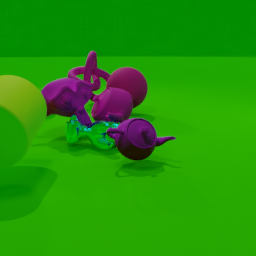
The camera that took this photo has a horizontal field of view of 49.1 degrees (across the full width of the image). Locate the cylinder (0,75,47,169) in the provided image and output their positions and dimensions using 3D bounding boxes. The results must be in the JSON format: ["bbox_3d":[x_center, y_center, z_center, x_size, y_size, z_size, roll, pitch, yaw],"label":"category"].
[{"bbox_3d":[-1.997,-0.128,4.445,1.145,1.145,1.145,0,28,-1],"label":"cylinder"}]

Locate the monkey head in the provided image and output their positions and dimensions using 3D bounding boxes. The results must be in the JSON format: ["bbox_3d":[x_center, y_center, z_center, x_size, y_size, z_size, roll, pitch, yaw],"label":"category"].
[{"bbox_3d":[-1.403,-0.527,6.610,1.809,1.301,1.090,-28,16,-37],"label":"monkey head"}]

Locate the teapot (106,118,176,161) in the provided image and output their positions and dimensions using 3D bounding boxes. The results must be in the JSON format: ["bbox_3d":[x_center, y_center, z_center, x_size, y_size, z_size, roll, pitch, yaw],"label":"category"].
[{"bbox_3d":[0.219,0.167,5.060,1.285,0.799,0.629,9,-27,-19],"label":"teapot"}]

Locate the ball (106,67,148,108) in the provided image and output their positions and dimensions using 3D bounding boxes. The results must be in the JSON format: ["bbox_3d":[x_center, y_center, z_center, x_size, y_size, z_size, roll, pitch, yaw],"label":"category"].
[{"bbox_3d":[-0.035,-1.251,8.852,1.322,1.322,1.322,0,16,0],"label":"ball"}]

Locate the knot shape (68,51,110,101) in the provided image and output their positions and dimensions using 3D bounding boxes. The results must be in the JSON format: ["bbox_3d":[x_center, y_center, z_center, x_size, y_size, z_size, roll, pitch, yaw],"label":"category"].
[{"bbox_3d":[-1.287,-1.827,10.802,0.896,1.814,1.939,-14,37,38],"label":"knot shape"}]

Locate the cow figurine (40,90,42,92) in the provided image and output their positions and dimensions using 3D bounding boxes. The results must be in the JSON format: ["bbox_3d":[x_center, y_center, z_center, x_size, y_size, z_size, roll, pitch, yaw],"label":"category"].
[{"bbox_3d":[-2.618,-0.916,9.280,0.601,1.095,1.078,5,48,15],"label":"cow figurine"}]

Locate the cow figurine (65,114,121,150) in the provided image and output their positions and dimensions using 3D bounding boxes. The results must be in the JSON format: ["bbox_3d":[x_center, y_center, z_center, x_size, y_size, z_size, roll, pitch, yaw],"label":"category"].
[{"bbox_3d":[-0.688,0.097,6.041,1.244,0.694,1.264,11,8,43],"label":"cow figurine"}]

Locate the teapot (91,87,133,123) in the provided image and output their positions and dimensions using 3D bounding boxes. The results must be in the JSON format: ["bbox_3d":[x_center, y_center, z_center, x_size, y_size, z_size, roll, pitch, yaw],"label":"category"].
[{"bbox_3d":[-0.460,-0.499,7.042,0.921,1.169,1.881,31,12,-25],"label":"teapot"}]
